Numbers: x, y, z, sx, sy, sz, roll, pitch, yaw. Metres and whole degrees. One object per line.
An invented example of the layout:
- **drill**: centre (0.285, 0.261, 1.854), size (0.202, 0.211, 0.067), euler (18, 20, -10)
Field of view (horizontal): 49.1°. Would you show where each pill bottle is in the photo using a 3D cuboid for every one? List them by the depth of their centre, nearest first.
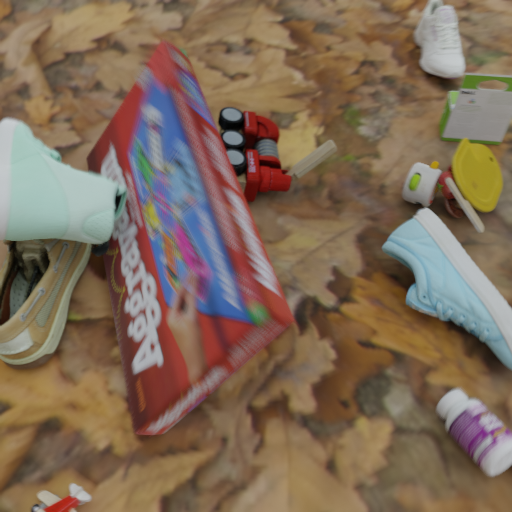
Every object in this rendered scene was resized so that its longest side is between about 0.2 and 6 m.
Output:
- **pill bottle**: centre (2.602, 2.053, 6.630), size (0.527, 0.527, 0.939), euler (-23, 43, -17)

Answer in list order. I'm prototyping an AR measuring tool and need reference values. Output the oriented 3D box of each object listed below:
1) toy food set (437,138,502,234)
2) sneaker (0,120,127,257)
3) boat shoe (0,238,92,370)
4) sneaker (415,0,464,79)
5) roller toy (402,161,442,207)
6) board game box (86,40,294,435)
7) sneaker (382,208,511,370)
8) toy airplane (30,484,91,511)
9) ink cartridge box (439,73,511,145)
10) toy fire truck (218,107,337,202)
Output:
- **toy food set**: centre (3.299, -1.133, 8.960), size (1.074, 0.596, 1.825), euler (49, 49, -10)
- **sneaker**: centre (-2.813, -0.975, 7.911), size (1.765, 1.101, 2.992), euler (7, 28, -27)
- **boat shoe**: centre (-3.014, -0.016, 7.803), size (1.089, 1.157, 3.038), euler (-8, 51, 2)
- **sneaker**: centre (3.678, -4.354, 11.240), size (0.740, 0.984, 1.976), euler (-5, 55, -5)
- **roller toy**: centre (2.688, -1.136, 9.000), size (0.488, 0.637, 0.699), euler (24, 56, 22)
- **board game box**: centre (-1.253, -0.488, 7.541), size (0.480, 2.542, 4.937), euler (14, 41, -40)
- **sneaker**: centre (2.682, 0.613, 7.700), size (1.056, 0.953, 2.578), euler (-36, 61, 11)
- **toy airplane**: centre (-2.144, 2.853, 6.183), size (0.656, 0.465, 0.659), euler (3, 17, -11)
- **ink cartridge box**: centre (3.883, -2.654, 9.664), size (1.058, 1.431, 0.542), euler (5, 53, 4)
- **toy fire truck**: centre (0.258, -1.706, 9.260), size (1.812, 1.166, 1.595), euler (4, 51, -11)
